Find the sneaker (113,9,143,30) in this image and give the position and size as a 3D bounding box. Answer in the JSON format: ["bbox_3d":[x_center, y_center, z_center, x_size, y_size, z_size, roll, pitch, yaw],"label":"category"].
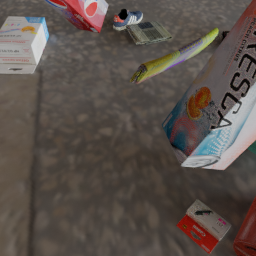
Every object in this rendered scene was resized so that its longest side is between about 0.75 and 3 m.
[{"bbox_3d":[0.033,-4.397,10.946,0.572,0.645,1.525,32,56,25],"label":"sneaker"}]

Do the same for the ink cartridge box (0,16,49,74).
[{"bbox_3d":[-3.653,-2.856,9.488,1.347,0.794,2.340,1,49,1],"label":"ink cartridge box"}]

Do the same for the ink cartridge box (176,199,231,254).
[{"bbox_3d":[1.521,1.961,5.659,0.835,0.182,0.725,36,57,27],"label":"ink cartridge box"}]

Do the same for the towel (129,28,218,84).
[{"bbox_3d":[0.849,-1.356,5.475,1.677,1.204,0.191,-28,90,-8],"label":"towel"}]

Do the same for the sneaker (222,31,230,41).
[{"bbox_3d":[3.974,-3.451,10.137,0.977,0.640,1.691,24,54,23],"label":"sneaker"}]

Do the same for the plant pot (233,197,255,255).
[{"bbox_3d":[2.875,1.759,4.921,1.801,1.801,1.751,34,65,26],"label":"plant pot"}]

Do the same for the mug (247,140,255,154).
[{"bbox_3d":[3.605,-0.142,6.419,2.091,2.545,1.574,-44,26,2],"label":"mug"}]

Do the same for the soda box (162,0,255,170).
[{"bbox_3d":[1.723,-0.666,3.924,1.010,2.953,0.939,9,41,-29],"label":"soda box"}]

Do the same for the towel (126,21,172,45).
[{"bbox_3d":[0.771,-3.571,10.544,1.366,0.245,1.418,-13,48,-15],"label":"towel"}]

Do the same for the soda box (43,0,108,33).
[{"bbox_3d":[-1.099,-2.530,5.271,0.616,1.944,0.680,18,91,20],"label":"soda box"}]
